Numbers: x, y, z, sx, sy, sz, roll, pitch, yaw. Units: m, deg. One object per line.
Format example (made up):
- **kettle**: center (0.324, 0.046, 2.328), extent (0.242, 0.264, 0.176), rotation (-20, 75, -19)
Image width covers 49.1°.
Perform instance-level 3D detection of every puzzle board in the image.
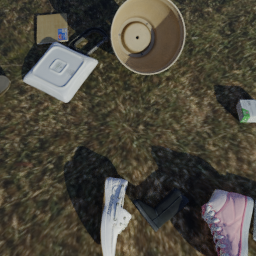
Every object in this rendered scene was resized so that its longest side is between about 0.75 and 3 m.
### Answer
- **puzzle board**: center (-3.657, -4.804, 13.546), extent (1.453, 0.168, 1.928), rotation (-7, 61, -5)

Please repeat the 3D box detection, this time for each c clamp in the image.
- **c clamp**: center (-1.708, -3.778, 12.916), extent (1.949, 0.309, 2.282), rotation (29, 66, 21)

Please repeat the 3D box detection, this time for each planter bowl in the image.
- **planter bowl**: center (0.581, -3.759, 11.477), extent (2.948, 2.948, 1.984), rotation (-16, 19, -9)

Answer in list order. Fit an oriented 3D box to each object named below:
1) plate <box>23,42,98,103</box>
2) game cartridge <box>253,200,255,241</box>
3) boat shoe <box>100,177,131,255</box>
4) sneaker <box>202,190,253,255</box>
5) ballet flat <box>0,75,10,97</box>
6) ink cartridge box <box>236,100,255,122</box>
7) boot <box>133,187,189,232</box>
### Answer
- **plate**: center (-2.908, -2.530, 11.962), extent (2.434, 0.393, 2.429), rotation (27, 69, 15)
- **game cartridge**: center (5.004, 3.208, 8.731), extent (2.155, 0.441, 1.434), rotation (16, 58, 4)
- **boat shoe**: center (-0.350, 2.770, 8.748), extent (0.904, 0.924, 2.609), rotation (1, 59, 1)
- **sneaker**: center (2.800, 3.151, 8.457), extent (1.476, 1.063, 2.823), rotation (20, 57, 9)
- **ballet flat**: center (-5.861, -1.138, 11.247), extent (0.897, 0.617, 2.664), rotation (47, 74, -7)
- **ink cartridge box**: center (4.930, -0.667, 10.984), extent (1.110, 0.461, 0.814), rotation (0, 60, 0)
- **boot**: center (1.083, 2.436, 9.172), extent (1.476, 0.485, 1.217), rotation (-36, 77, -14)
